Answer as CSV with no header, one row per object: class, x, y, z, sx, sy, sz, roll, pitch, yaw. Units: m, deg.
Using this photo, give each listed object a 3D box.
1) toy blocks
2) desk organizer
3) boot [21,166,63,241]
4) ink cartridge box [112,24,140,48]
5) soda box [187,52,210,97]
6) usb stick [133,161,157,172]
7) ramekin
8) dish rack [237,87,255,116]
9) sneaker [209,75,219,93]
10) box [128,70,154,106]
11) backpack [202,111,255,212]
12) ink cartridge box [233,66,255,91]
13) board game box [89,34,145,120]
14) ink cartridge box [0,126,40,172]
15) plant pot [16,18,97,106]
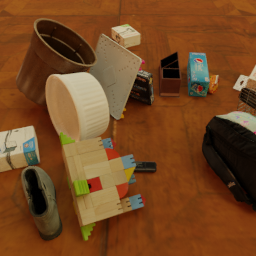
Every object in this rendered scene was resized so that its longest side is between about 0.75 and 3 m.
toy blocks,-0.583,1.271,7.326,1.830,1.338,2.677,-13,73,-20
desk organizer,1.722,-2.293,11.643,0.813,0.872,2.266,3,44,3
boot,-2.290,1.505,7.144,0.818,1.578,2.415,-20,47,-20
ink cartridge box,-0.106,-4.747,14.438,0.990,0.571,1.360,-21,48,-21
soda box,2.899,-2.273,11.700,0.723,0.764,2.253,5,44,6
usb stick,0.239,1.167,8.502,1.283,0.209,0.356,1,48,1
ramekin,-1.601,-0.634,8.923,1.146,2.350,2.350,-20,46,-32
dish rack,4.058,-0.221,8.529,0.632,2.316,1.776,-34,52,-15
sneaker,3.456,-1.765,11.524,0.451,0.427,1.170,-3,35,31
box,0.255,-1.642,10.512,1.478,1.467,0.367,25,63,22
backpack,3.391,0.677,7.904,1.657,2.184,2.618,-6,37,-36
ink cartridge box,5.537,-1.820,11.252,2.165,0.734,1.256,23,48,22
board game box,-0.586,-1.889,10.291,0.305,2.359,2.358,-7,38,-44
ink cartridge box,-3.631,0.672,8.689,1.563,0.671,1.145,-12,45,-14
plant pot,-2.695,-2.156,9.900,2.327,2.303,2.327,31,31,-21
